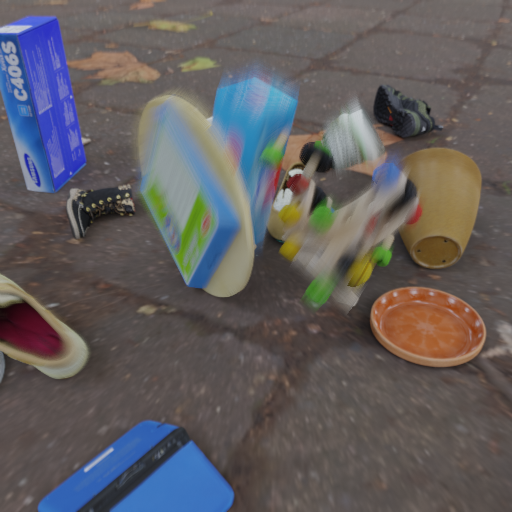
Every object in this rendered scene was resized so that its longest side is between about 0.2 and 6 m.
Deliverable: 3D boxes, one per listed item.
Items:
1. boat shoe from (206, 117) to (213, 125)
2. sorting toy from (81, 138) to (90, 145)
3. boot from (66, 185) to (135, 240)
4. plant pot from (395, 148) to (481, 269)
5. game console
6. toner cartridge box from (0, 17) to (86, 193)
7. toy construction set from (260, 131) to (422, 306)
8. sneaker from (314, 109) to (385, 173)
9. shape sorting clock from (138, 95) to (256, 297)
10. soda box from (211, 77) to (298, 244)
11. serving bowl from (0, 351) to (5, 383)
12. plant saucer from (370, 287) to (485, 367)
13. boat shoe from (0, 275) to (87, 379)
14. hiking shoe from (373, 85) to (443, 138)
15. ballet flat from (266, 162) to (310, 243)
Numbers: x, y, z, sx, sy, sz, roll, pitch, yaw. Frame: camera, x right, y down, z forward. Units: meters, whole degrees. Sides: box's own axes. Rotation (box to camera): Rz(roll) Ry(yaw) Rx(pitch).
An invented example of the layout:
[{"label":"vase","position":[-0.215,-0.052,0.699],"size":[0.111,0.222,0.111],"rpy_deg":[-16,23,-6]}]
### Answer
[{"label":"boat shoe","position":[-1.138,-3.025,13.608],"size":[0.576,0.565,1.619],"rpy_deg":[15,34,28]},{"label":"sorting toy","position":[-4.772,-2.759,13.535],"size":[1.143,0.208,1.058],"rpy_deg":[18,38,25]},{"label":"boot","position":[-2.888,-0.877,10.482],"size":[1.191,0.579,1.581],"rpy_deg":[-8,29,-11]},{"label":"plant pot","position":[3.018,-0.678,9.496],"size":[1.599,1.599,1.716],"rpy_deg":[7,48,10]},{"label":"game console","position":[-1.234,2.550,5.808],"size":[1.494,0.884,1.275],"rpy_deg":[-33,15,-39]},{"label":"toner cartridge box","position":[-4.317,-3.009,11.287],"size":[0.678,3.140,1.491],"rpy_deg":[6,34,11]},{"label":"toy construction set","position":[1.039,-0.084,7.716],"size":[2.051,2.459,1.890],"rpy_deg":[17,68,28]},{"label":"sneaker","position":[1.392,-1.970,10.253],"size":[1.200,1.042,2.709],"rpy_deg":[-25,4,1]},{"label":"shape sorting clock","position":[-0.919,-0.813,8.131],"size":[0.589,3.001,3.001],"rpy_deg":[-19,39,-27]},{"label":"soda box","position":[-0.201,-1.237,8.294],"size":[0.852,2.513,0.806],"rpy_deg":[35,45,23]},{"label":"serving bowl","position":[-4.320,1.394,7.021],"size":[2.058,0.677,2.058],"rpy_deg":[1,35,-1]},{"label":"plant saucer","position":[2.414,1.009,7.974],"size":[1.576,0.254,1.576],"rpy_deg":[1,35,0]},{"label":"boat shoe","position":[-3.209,0.703,7.079],"size":[2.355,0.782,0.871],"rpy_deg":[29,68,-1]},{"label":"hiking shoe","position":[3.875,-3.719,14.550],"size":[1.161,0.874,2.307],"rpy_deg":[0,41,-18]},{"label":"ballet flat","position":[0.636,-1.108,10.668],"size":[0.774,0.711,2.255],"rpy_deg":[5,35,8]}]
